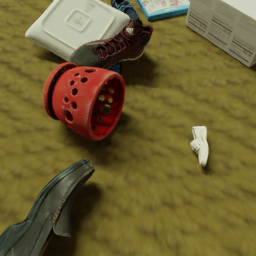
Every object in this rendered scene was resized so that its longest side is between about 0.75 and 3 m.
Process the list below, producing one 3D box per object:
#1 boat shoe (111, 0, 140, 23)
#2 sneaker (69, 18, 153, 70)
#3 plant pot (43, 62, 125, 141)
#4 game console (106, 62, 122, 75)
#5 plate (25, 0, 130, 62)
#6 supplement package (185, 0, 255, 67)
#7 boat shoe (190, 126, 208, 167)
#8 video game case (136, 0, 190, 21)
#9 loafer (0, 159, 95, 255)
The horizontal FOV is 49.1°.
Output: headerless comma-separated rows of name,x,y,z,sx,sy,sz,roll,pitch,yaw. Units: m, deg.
boat shoe,-0.186,-4.474,10.467,0.680,0.555,1.616,-37,64,-21
sneaker,-0.377,-2.561,8.257,2.776,1.603,1.050,-30,86,-32
plant pot,-1.187,-0.747,7.380,1.655,1.818,1.818,18,59,20
game console,-0.599,-1.893,8.850,0.666,0.459,0.773,30,48,-35
plate,-1.626,-3.454,9.288,2.624,0.425,2.630,31,73,4
supplement package,3.887,-3.917,9.472,2.276,1.620,2.922,-36,65,-20
boat shoe,1.862,0.471,7.390,0.428,0.437,1.235,5,48,4
video game case,1.227,-5.321,11.206,1.847,0.230,2.581,-15,59,-10
loafer,-1.631,2.010,6.095,1.084,1.091,2.998,36,74,12
